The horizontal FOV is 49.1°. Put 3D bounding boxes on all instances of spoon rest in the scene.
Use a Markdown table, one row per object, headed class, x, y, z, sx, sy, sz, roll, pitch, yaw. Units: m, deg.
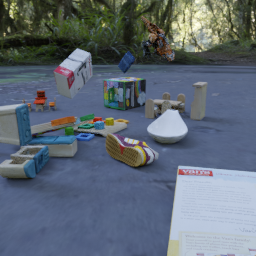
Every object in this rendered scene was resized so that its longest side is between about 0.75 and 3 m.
| class | x | y | z | sx | sy | sz | roll | pitch | yaw |
| --- | --- | --- | --- | --- | --- | --- | --- | --- | --- |
| spoon rest | 1.318 | -0.108 | 8.903 | 1.187 | 0.724 | 2.390 | 4 | 16 | 14 |

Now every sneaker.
| class | x | y | z | sx | sy | sz | roll | pitch | yaw |
| --- | --- | --- | --- | --- | --- | --- | --- | --- | --- |
| sneaker | 0.053 | 0.541 | 7.047 | 0.706 | 0.588 | 1.568 | -2 | 20 | -39 |

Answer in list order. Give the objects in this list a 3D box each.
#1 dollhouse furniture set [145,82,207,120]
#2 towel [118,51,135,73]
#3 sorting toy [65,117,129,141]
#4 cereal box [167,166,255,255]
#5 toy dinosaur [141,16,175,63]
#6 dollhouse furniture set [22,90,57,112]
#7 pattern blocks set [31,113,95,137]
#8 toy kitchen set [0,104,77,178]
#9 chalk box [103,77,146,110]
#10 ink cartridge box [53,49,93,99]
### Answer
| class | x | y | z | sx | sy | sz | roll | pitch | yaw |
| --- | --- | --- | --- | --- | --- | --- | --- | --- | --- |
| dollhouse furniture set | 2.012 | -1.176 | 11.413 | 2.139 | 1.392 | 1.965 | 8 | 18 | 27 |
| towel | -0.049 | -2.482 | 10.633 | 0.193 | 0.444 | 0.796 | -31 | -11 | -42 |
| sorting toy | -0.997 | -0.131 | 9.602 | 1.516 | 0.367 | 2.692 | 10 | 18 | 31 |
| cereal box | 1.621 | 1.377 | 3.931 | 2.009 | 0.552 | 2.792 | 4 | 16 | 13 |
| toy dinosaur | 1.161 | -3.464 | 10.970 | 1.032 | 2.020 | 1.371 | -11 | -5 | -12 |
| dollhouse furniture set | -4.041 | -1.252 | 12.853 | 1.452 | 0.748 | 1.437 | -4 | 16 | -13 |
| pattern blocks set | -2.394 | 0.038 | 7.889 | 2.960 | 0.240 | 2.602 | -15 | 2 | -33 |
| toy kitchen set | -2.014 | 0.113 | 6.458 | 1.184 | 1.611 | 2.010 | 0 | 16 | 3 |
| chalk box | -0.304 | -1.622 | 13.103 | 1.321 | 1.330 | 2.131 | 13 | 19 | 38 |
| ink cartridge box | -1.728 | -1.762 | 9.066 | 0.552 | 0.977 | 1.331 | 23 | 55 | 15 |
